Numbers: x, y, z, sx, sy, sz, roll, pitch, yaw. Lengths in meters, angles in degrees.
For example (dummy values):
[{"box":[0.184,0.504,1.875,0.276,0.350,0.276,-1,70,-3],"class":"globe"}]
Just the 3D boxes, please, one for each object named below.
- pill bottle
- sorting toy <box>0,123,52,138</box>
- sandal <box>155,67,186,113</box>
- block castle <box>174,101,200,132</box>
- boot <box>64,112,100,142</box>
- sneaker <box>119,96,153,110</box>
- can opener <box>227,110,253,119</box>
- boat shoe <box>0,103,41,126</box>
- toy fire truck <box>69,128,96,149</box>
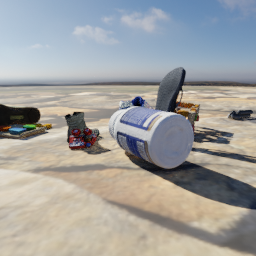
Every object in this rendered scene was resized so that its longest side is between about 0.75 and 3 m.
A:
[{"box":[0.456,0.130,7.327,1.300,1.300,2.343,-7,14,-31],"class":"pill bottle"},{"box":[-3.987,-0.015,10.654,1.630,0.293,2.188,4,12,18],"class":"sorting toy"},{"box":[1.369,-0.867,9.359,0.520,2.430,0.924,23,-8,-36],"class":"sandal"},{"box":[2.025,-0.407,11.000,1.418,0.995,2.121,11,18,17],"class":"block castle"},{"box":[-1.475,-0.099,9.364,0.496,0.956,1.464,8,14,35],"class":"boot"},{"box":[0.694,-0.640,11.303,1.104,1.293,2.934,5,10,33],"class":"sneaker"},{"box":[5.562,-0.629,13.830,1.562,0.411,0.519,-8,48,-28],"class":"can opener"},{"box":[-5.201,-0.519,11.693,2.858,1.024,1.088,5,3,-43],"class":"boat shoe"},{"box":[-1.375,0.385,8.490,0.820,0.460,0.689,-2,35,-9],"class":"toy fire truck"}]
